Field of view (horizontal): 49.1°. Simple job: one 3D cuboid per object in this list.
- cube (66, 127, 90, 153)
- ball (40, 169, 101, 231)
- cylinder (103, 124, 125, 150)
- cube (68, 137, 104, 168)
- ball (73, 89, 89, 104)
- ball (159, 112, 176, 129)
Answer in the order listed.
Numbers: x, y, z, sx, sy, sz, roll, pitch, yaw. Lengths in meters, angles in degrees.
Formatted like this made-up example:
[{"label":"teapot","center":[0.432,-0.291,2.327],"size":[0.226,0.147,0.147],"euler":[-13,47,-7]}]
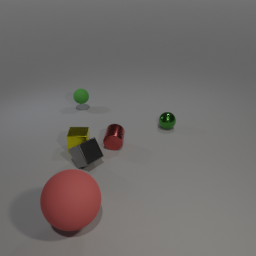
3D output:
[{"label":"cube","center":[-1.760,0.421,10.001],"size":[0.700,0.700,0.700],"euler":[0,28,-1]},{"label":"ball","center":[-1.327,1.672,6.569],"size":[1.400,1.400,1.400],"euler":[0,29,0]},{"label":"cylinder","center":[-0.498,0.321,10.097],"size":[0.700,0.700,0.700],"euler":[3,37,6]},{"label":"cube","center":[-1.356,0.801,9.046],"size":[0.700,0.700,0.700],"euler":[-28,5,-41]},{"label":"ball","center":[-2.125,-1.440,12.714],"size":[0.700,0.700,0.700],"euler":[0,29,0]},{"label":"ball","center":[1.591,-0.302,11.347],"size":[0.700,0.700,0.700],"euler":[0,29,0]}]
